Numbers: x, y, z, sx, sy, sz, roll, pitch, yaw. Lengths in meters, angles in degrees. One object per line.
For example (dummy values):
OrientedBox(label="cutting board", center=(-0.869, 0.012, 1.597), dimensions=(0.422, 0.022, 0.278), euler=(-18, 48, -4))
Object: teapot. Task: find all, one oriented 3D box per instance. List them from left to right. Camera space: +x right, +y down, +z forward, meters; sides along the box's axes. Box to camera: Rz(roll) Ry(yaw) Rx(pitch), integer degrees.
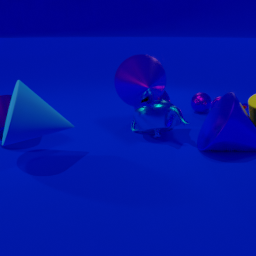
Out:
OrientedBox(label="teapot", center=(0.815, -0.219, 7.658), dimensions=(1.974, 0.967, 1.227), euler=(-13, -13, 43))

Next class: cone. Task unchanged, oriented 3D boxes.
OrientedBox(label="cone", center=(-1.923, -0.179, 6.399), dimensions=(1.471, 1.466, 1.466), euler=(14, 13, -26))
OrientedBox(label="cone", center=(0.417, -1.137, 7.265), dimensions=(1.497, 1.497, 1.503), euler=(-2, 15, -4))
OrientedBox(label="cone", center=(2.830, 0.194, 6.916), dimensions=(1.610, 1.604, 1.604), euler=(27, 21, -2))

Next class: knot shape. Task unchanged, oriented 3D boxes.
OrientedBox(label="knot shape", center=(3.112, -0.549, 8.687), dimensions=(1.124, 0.555, 1.201), euler=(23, -7, 30))

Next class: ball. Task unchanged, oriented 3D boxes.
OrientedBox(label="ball", center=(0.770, -0.767, 8.978), dimensions=(1.190, 1.190, 1.190), euler=(0, 20, 0))
OrientedBox(label="ball", center=(2.614, -0.902, 10.013), dimensions=(0.736, 0.736, 0.736), euler=(0, 20, 0))

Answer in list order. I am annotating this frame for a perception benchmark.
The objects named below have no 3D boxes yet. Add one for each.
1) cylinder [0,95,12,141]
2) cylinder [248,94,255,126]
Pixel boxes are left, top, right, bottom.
OrientedBox(label="cylinder", center=(-3.224, -0.261, 7.446), dimensions=(0.917, 0.917, 0.917), euler=(-25, -16, -8))
OrientedBox(label="cylinder", center=(3.766, -0.469, 7.736), dimensions=(0.773, 0.773, 0.773), euler=(-16, 34, 11))
